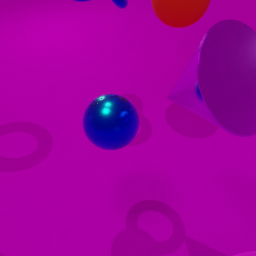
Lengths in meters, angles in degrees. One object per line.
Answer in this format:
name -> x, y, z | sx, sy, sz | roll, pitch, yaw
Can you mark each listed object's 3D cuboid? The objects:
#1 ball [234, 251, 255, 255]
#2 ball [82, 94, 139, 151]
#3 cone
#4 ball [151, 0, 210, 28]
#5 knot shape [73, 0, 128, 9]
ball -> 0.961, 1.406, 1.821 | 1.109, 1.109, 1.109 | 0, 44, 0
ball -> -0.251, -0.088, 4.166 | 0.844, 0.844, 0.844 | 0, 44, 0
cone -> 0.957, -0.519, 3.771 | 1.354, 1.354, 1.360 | -32, 11, -29
ball -> 1.234, -3.077, 6.566 | 1.378, 1.378, 1.378 | 0, 44, 0
knot shape -> -0.634, -3.418, 6.633 | 1.884, 0.871, 1.763 | 17, 14, 30
